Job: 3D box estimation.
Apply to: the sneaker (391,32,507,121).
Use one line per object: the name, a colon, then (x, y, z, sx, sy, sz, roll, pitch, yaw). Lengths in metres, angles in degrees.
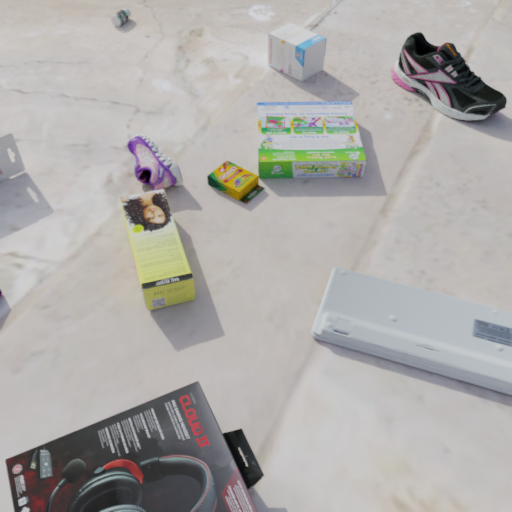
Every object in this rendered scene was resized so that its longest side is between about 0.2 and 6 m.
sneaker: (4.014, -3.826, 11.794, 2.671, 1.153, 1.073, 36, 59, 28)

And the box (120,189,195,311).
box: (-1.593, -0.162, 8.873, 0.799, 0.532, 2.123, -13, 50, -14)

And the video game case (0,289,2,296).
video game case: (-4.591, 0.958, 8.043, 1.313, 0.259, 1.449, 5, 48, 4)

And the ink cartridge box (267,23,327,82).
ink cartridge box: (0.857, -4.700, 12.813, 1.251, 0.804, 0.783, 37, 57, 28)

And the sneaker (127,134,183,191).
sneaker: (-2.003, -1.675, 10.255, 0.661, 0.602, 1.496, -36, 58, -19)

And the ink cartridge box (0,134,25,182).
ink cartridge box: (-5.068, -1.678, 10.012, 1.543, 0.895, 0.524, -29, 54, -25)

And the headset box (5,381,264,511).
headset box: (-1.165, 2.648, 6.046, 2.492, 0.935, 1.852, -19, 50, -16)

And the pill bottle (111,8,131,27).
pill bottle: (-3.495, -6.190, 14.514, 0.300, 0.300, 0.531, 20, 52, 17)

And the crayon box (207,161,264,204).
crayon box: (-0.362, -1.345, 10.161, 0.911, 0.232, 0.579, 29, 54, 23)

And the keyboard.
keyboard: (3.303, 1.253, 7.847, 4.905, 0.262, 1.380, 15, 44, 13)

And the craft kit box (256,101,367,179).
craft kit box: (1.007, -2.293, 10.892, 1.993, 0.484, 1.968, -1, 45, 0)
